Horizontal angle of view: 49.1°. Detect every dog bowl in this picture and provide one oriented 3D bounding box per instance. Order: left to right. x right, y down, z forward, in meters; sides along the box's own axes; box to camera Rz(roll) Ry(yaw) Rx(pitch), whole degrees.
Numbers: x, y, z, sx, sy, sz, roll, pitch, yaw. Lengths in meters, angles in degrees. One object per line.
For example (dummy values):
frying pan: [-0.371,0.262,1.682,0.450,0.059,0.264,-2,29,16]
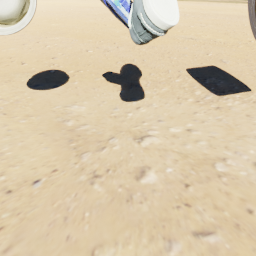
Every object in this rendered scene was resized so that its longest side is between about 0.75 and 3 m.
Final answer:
dog bowl: [-2.889,-2.982,6.298,1.673,1.673,0.617,-6,25,-10]

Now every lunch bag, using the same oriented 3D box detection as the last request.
lunch bag: [-0.128,-2.871,6.681,0.532,1.289,1.036,-46,42,10]

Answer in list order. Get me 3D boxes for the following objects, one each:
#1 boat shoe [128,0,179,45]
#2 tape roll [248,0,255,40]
boat shoe: [0.376,-2.940,5.772,1.059,0.899,2.910,17,57,-30]
tape roll: [3.901,-2.905,6.481,1.455,2.120,2.120,-13,30,5]
